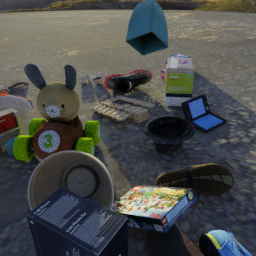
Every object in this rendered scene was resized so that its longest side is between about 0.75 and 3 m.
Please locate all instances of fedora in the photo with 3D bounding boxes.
[{"bbox_3d":[1.365,0.306,9.329,1.782,0.814,1.782,0,30,0],"label":"fedora"}]

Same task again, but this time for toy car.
[{"bbox_3d":[-2.224,-0.545,8.709,2.377,2.894,2.283,2,29,4],"label":"toy car"}]

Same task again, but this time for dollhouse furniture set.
[{"bbox_3d":[-4.194,0.202,8.412,1.889,1.878,2.680,21,35,33],"label":"dollhouse furniture set"}]

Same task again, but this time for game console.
[{"bbox_3d":[3.004,-0.612,10.998,1.485,1.306,0.864,-22,7,-35],"label":"game console"}]

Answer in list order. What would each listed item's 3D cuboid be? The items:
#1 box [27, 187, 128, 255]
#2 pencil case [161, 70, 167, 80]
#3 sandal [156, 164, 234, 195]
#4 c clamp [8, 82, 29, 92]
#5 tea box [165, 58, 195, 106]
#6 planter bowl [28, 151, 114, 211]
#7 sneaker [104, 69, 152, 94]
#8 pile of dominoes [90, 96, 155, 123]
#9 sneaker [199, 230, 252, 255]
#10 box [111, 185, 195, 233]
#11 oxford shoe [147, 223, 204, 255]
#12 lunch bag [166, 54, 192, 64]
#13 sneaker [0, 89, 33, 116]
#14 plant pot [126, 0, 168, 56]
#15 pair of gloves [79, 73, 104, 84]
[{"bbox_3d":[-0.846,2.175,5.062,1.526,1.676,0.873,16,33,27],"label":"box"},{"bbox_3d":[2.522,-3.014,15.563,1.440,0.596,0.623,-13,51,-22],"label":"pencil case"},{"bbox_3d":[1.794,1.396,7.620,2.085,0.852,0.569,-8,8,1],"label":"sandal"},{"bbox_3d":[-5.581,-2.109,14.410,1.038,0.165,1.215,4,30,18],"label":"c clamp"},{"bbox_3d":[2.339,-2.137,12.766,1.189,1.751,1.780,4,29,8],"label":"tea box"},{"bbox_3d":[-1.200,1.405,6.619,1.871,1.871,1.259,2,2,4],"label":"planter bowl"},{"bbox_3d":[0.167,-2.280,13.916,2.539,0.897,1.240,-13,31,-19],"label":"sneaker"},{"bbox_3d":[-0.286,-0.746,11.940,2.000,0.408,2.566,-23,28,-34],"label":"pile of dominoes"},{"bbox_3d":[2.163,2.761,4.990,0.892,0.750,2.274,-1,30,-16],"label":"sneaker"},{"bbox_3d":[0.474,1.778,6.416,1.751,0.330,1.196,-9,15,46],"label":"box"},{"bbox_3d":[1.111,2.615,5.393,0.866,0.867,2.431,36,2,-28],"label":"oxford shoe"},{"bbox_3d":[3.120,-4.116,17.348,1.260,0.780,1.071,-22,34,-30],"label":"lunch bag"},{"bbox_3d":[-5.101,-1.199,11.913,2.461,0.955,1.379,3,30,6],"label":"sneaker"},{"bbox_3d":[0.747,-3.734,10.162,1.139,1.611,1.138,-7,-19,36],"label":"plant pot"},{"bbox_3d":[-1.996,-2.666,15.310,1.323,0.232,1.125,-5,33,-5],"label":"pair of gloves"}]
